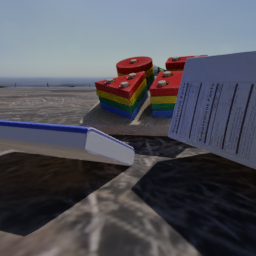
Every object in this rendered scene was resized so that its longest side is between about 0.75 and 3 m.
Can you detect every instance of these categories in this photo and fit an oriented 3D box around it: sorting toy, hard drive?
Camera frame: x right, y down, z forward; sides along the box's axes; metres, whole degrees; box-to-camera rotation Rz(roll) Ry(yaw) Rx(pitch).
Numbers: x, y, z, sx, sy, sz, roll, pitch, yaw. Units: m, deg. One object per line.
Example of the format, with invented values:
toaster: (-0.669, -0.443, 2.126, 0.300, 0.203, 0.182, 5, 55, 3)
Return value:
sorting toy: (0.624, -1.023, 7.051, 2.961, 1.037, 2.979, 1, 31, 20)
hard drive: (-1.202, 0.193, 3.963, 2.244, 0.285, 1.480, 4, -12, 22)

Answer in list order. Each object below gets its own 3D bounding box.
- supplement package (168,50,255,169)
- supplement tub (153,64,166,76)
supplement package: (1.847, -0.192, 3.764, 1.409, 1.357, 2.477, 11, 5, -25)
supplement tub: (1.282, -1.342, 9.891, 2.151, 1.318, 1.318, 21, 6, -13)
